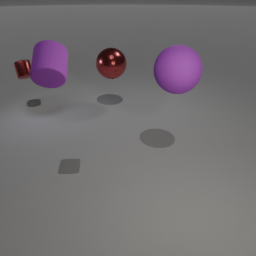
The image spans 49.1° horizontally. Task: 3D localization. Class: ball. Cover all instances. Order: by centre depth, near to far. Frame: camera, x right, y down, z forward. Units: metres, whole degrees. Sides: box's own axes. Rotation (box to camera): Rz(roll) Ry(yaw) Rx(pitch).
[{"bbox_3d":[1.441,-1.688,8.124,1.400,1.400,1.400,0,27,0],"label":"ball"},{"bbox_3d":[-0.760,-2.934,12.752,1.400,1.400,1.400,0,27,0],"label":"ball"}]

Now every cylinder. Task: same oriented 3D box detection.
[{"bbox_3d":[-1.592,-1.287,5.698,0.700,0.700,0.700,-1,64,-3],"label":"cylinder"},{"bbox_3d":[-4.629,-2.594,12.452,0.700,0.700,0.700,-15,3,1],"label":"cylinder"}]
